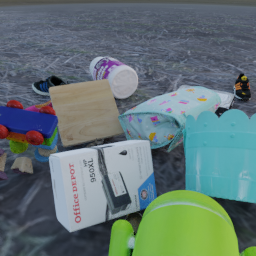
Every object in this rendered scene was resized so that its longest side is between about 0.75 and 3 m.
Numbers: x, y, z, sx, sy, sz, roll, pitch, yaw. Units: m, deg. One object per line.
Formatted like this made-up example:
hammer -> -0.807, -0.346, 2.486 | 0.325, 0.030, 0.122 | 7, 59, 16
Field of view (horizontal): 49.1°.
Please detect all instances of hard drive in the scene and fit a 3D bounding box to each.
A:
hard drive -> 3.096, -1.185, 11.578 | 2.322, 0.439, 1.622 | 14, 32, 25

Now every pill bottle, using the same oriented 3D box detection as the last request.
pill bottle -> -0.766, -2.386, 12.639 | 1.440, 1.440, 2.566 | -16, 33, -25

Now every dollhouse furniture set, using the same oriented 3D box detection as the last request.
dollhouse furniture set -> -3.955, 1.495, 7.202 | 2.253, 1.785, 1.599 | -11, 66, 27

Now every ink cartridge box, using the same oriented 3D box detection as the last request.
ink cartridge box -> -0.500, 1.129, 5.980 | 2.037, 1.473, 0.858 | -9, 2, -28

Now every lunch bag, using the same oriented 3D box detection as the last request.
lunch bag -> 1.272, -0.272, 8.135 | 2.048, 1.466, 2.404 | -26, 9, -36

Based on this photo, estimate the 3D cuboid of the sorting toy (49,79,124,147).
sorting toy -> -1.373, -0.450, 9.113 | 1.974, 0.687, 1.962 | -12, 75, -20

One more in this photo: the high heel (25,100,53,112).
high heel -> -3.191, -0.992, 10.855 | 1.675, 0.804, 0.564 | -6, 31, -11

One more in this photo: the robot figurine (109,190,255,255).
robot figurine -> 0.891, 2.191, 4.448 | 2.542, 1.676, 2.898 | 6, 30, 11

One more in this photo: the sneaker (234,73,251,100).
sneaker -> 5.060, -1.859, 12.375 | 0.614, 0.791, 1.757 | 5, 30, 9

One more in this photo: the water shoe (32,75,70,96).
water shoe -> -3.292, -1.907, 12.288 | 2.427, 0.958, 0.868 | 19, 35, 30

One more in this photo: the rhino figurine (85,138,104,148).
rhino figurine -> -1.080, 0.611, 8.300 | 0.943, 0.282, 0.412 | -41, 29, -12

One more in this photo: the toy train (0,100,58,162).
toy train -> -3.084, 0.108, 7.395 | 2.525, 1.461, 1.069 | 10, 49, 4

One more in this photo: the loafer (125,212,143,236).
loafer -> 0.154, 2.185, 5.596 | 0.550, 0.509, 1.463 | 0, 27, 1

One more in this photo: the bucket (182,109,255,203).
bucket -> 2.432, 0.702, 6.085 | 2.588, 1.684, 2.588 | 8, -9, 1
